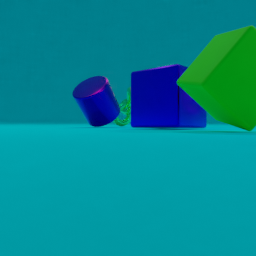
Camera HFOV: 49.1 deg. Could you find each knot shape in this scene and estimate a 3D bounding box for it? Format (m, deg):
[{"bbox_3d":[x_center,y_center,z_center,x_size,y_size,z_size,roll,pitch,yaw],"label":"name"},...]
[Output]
[{"bbox_3d":[0.059,-0.841,10.109,0.692,1.498,1.401,33,32,2],"label":"knot shape"}]

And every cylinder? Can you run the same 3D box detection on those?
[{"bbox_3d":[-0.891,-0.768,8.090,1.077,1.077,1.077,-15,39,12],"label":"cylinder"}]

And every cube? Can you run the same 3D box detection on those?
[{"bbox_3d":[1.396,-0.649,3.758,0.913,0.913,0.913,40,2,-15],"label":"cube"},{"bbox_3d":[0.834,-0.570,5.699,1.136,1.136,1.136,0,0,41],"label":"cube"}]
